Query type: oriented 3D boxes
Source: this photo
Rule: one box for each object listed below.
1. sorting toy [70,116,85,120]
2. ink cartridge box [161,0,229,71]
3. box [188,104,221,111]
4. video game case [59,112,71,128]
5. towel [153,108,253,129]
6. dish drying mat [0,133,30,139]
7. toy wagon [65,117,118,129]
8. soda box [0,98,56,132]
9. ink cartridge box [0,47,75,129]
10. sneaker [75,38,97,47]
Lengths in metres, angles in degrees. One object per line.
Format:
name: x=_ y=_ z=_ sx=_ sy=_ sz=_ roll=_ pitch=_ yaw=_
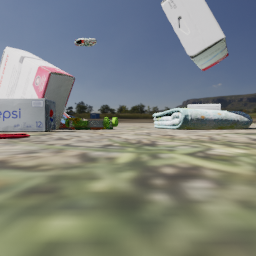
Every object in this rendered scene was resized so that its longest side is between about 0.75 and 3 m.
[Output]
sorting toy: x=-1.713 y=-0.187 z=12.158 sx=1.828 sy=0.249 sz=1.029 roll=15 pitch=-4 yaw=-36
ink cartridge box: x=2.417 y=-3.286 z=9.651 sx=1.225 sy=2.112 sz=2.862 roll=-30 pitch=-7 yaw=19
box: x=4.769 y=-0.789 z=17.611 sx=1.981 sy=1.295 sz=1.971 roll=0 pitch=1 yaw=14
video game case: x=-3.569 y=-0.623 z=10.676 sx=2.038 sy=0.249 sz=2.851 roll=37 pitch=20 yaw=26
towel: x=2.430 y=-0.317 z=9.941 sx=2.480 sy=0.698 sz=2.897 roll=-1 pitch=2 yaw=-14
dish drying mat: x=-1.895 y=0.118 z=4.171 sx=0.319 sy=0.076 sz=0.830 roll=0 pitch=1 yaw=32
toy wagon: x=-1.312 y=-0.153 z=9.364 sx=1.564 sy=0.399 sz=2.016 roll=0 pitch=2 yaw=21
soda box: x=-3.211 y=-0.325 z=7.128 sx=2.588 sy=0.821 sz=0.883 roll=0 pitch=1 yaw=3
ink cartridge box: x=-3.172 y=-1.340 z=9.247 sx=2.584 sy=1.893 sz=1.070 roll=32 pitch=18 yaw=32
sneaker: x=-1.713 y=-3.452 z=11.292 sx=0.899 sy=0.316 sz=0.420 roll=-3 pitch=14 yaw=-6
